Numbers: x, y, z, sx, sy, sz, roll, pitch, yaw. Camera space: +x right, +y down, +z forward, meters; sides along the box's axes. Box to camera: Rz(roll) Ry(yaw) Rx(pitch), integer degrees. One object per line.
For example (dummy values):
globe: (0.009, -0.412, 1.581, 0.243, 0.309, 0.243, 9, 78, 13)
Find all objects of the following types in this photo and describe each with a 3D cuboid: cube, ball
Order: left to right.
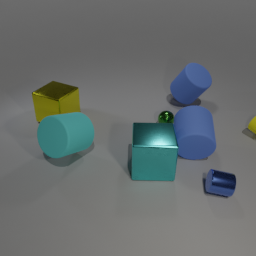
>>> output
cube: (-3.028, -1.013, 12.007, 1.400, 1.400, 1.400, 17, 37, 20)
cube: (0.834, 0.761, 9.257, 1.400, 1.400, 1.400, 1, 32, 1)
ball: (1.600, -0.381, 11.731, 0.700, 0.700, 0.700, 0, 32, 0)

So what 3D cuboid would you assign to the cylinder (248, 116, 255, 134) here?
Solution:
cylinder: (5.184, -0.051, 10.887, 0.700, 0.700, 0.700, -20, 48, -28)

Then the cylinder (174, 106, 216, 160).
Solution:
cylinder: (2.335, 0.167, 9.923, 1.400, 1.400, 1.400, 3, 47, 5)

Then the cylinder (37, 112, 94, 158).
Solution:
cylinder: (-2.108, 0.211, 9.603, 1.400, 1.400, 1.400, 18, 16, 26)

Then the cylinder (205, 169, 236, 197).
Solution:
cylinder: (2.765, 1.638, 8.380, 0.700, 0.700, 0.700, 12, 33, 2)

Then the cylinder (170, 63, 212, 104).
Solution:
cylinder: (2.889, -2.037, 12.957, 1.400, 1.400, 1.400, 12, 59, -20)
